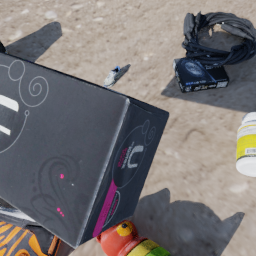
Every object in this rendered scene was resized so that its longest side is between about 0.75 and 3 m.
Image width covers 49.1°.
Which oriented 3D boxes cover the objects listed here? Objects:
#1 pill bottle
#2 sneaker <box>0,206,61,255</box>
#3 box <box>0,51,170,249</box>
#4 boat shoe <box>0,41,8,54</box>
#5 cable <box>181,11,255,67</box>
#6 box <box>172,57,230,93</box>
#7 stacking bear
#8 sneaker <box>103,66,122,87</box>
[{"bbox_3d":[3.202,0.387,7.062,0.849,0.849,1.510,12,59,7],"label":"pill bottle"},{"bbox_3d":[-2.811,2.414,5.686,2.717,1.054,1.522,5,57,3],"label":"sneaker"},{"bbox_3d":[-1.016,0.042,3.596,2.534,1.344,1.549,21,96,24],"label":"box"},{"bbox_3d":[-4.446,-1.675,8.043,1.062,1.362,3.001,4,58,2],"label":"boat shoe"},{"bbox_3d":[2.973,-2.828,9.112,2.413,0.751,2.958,11,48,-3],"label":"cable"},{"bbox_3d":[2.237,-1.711,8.687,1.461,0.318,1.170,-8,58,-5],"label":"box"},{"bbox_3d":[0.269,2.671,5.499,1.276,1.195,2.101,-24,49,-36],"label":"stacking bear"},{"bbox_3d":[-0.500,-1.604,8.600,0.321,0.355,0.834,26,62,15],"label":"sneaker"}]
